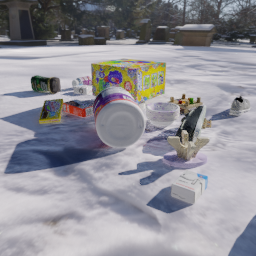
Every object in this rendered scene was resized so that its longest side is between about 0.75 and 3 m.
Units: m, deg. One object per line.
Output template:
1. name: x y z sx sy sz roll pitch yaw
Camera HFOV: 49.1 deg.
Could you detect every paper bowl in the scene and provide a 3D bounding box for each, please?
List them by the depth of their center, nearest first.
1. paper bowl: 1.445 -0.561 11.700 1.397 0.727 1.397 0 21 0

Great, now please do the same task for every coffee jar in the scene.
1. coffee jar: -4.883 -2.615 16.737 1.824 0.951 0.778 8 25 24

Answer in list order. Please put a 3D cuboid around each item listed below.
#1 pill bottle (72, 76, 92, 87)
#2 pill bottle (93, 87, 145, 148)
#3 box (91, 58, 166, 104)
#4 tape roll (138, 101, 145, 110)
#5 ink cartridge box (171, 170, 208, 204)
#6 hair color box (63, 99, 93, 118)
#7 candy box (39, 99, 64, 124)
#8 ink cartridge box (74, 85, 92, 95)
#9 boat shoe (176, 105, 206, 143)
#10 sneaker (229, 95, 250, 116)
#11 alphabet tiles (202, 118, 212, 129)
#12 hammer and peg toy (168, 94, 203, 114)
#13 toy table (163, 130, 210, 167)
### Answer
1. pill bottle: -2.899 -2.887 17.789 0.709 0.709 1.262 19 29 40
2. pill bottle: -0.457 -0.587 10.465 1.670 1.670 2.997 -3 21 -9
3. box: 0.060 -2.437 14.044 2.747 1.676 2.646 15 26 34
4. tape roll: -0.311 -1.264 13.899 2.418 0.442 2.418 1 21 0
5. ink cartridge box: 1.544 1.450 6.997 0.626 0.361 0.858 14 25 32
6. hair color box: -2.262 -0.930 13.035 1.459 0.467 0.809 16 27 39
7. candy box: -3.370 -0.778 12.416 0.878 0.227 1.718 -5 35 -4
8. ink cartridge box: -2.539 -2.274 16.610 1.197 0.399 0.693 11 24 26
9. boat shoe: 2.390 -0.235 10.451 0.820 1.027 2.717 11 24 16
10. sneaker: 5.349 -1.158 13.163 0.720 0.790 1.927 13 24 30
11. alphabet tiles: 2.960 -0.230 11.808 1.079 0.041 1.297 6 22 15
12. hammer and peg toy: 2.522 -1.151 13.361 1.799 0.634 1.323 -17 27 -37
13. toy table: 1.775 0.650 8.493 1.353 0.793 1.244 -4 22 -13
